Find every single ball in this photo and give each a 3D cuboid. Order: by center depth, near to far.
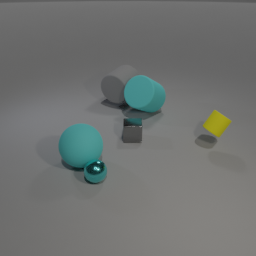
[{"bbox_3d":[-0.967,1.279,8.337,0.700,0.700,0.700,0,28,0],"label":"ball"},{"bbox_3d":[-1.494,0.556,8.913,1.400,1.400,1.400,0,28,0],"label":"ball"}]

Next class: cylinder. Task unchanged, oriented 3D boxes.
[{"bbox_3d":[3.053,-0.151,9.617,0.700,0.700,0.700,32,13,-8],"label":"cylinder"},{"bbox_3d":[0.751,-1.446,12.145,1.400,1.400,1.400,16,3,28],"label":"cylinder"},{"bbox_3d":[-0.321,-2.061,13.064,1.400,1.400,1.400,14,37,25],"label":"cylinder"}]

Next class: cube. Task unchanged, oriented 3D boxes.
[{"bbox_3d":[0.173,0.092,10.578,0.700,0.700,0.700,0,28,0],"label":"cube"}]
